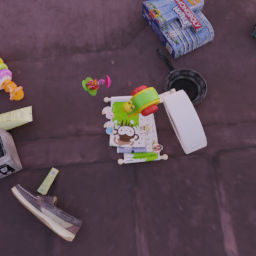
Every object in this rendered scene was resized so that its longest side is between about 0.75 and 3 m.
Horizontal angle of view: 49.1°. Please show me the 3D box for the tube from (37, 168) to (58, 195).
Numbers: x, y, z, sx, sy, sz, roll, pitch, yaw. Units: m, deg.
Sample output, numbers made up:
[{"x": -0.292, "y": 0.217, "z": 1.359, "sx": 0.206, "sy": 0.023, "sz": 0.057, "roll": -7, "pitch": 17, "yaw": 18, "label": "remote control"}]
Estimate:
[{"x": -2.849, "y": 1.901, "z": 10.023, "sx": 0.254, "sy": 0.284, "sz": 0.978, "roll": 36, "pitch": 74, "yaw": -27, "label": "tube"}]

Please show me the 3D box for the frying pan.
[{"x": 1.831, "y": -1.877, "z": 11.206, "sx": 2.728, "sy": 0.444, "sz": 1.650, "roll": 34, "pitch": 74, "yaw": 13, "label": "frying pan"}]

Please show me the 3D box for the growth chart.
[{"x": 0.158, "y": 0.003, "z": 10.663, "sx": 2.101, "sy": 0.258, "sz": 2.904, "roll": -11, "pitch": 71, "yaw": -3, "label": "growth chart"}]

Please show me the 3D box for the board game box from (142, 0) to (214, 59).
[{"x": 2.421, "y": -4.697, "z": 11.961, "sx": 2.678, "sy": 0.827, "sz": 2.680, "roll": -29, "pitch": 73, "yaw": -9, "label": "board game box"}]

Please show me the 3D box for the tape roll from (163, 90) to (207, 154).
[{"x": 1.862, "y": -0.194, "z": 9.291, "sx": 0.719, "sy": 2.057, "sz": 2.057, "roll": -24, "pitch": 72, "yaw": 5, "label": "tape roll"}]

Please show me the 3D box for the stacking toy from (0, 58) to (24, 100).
[{"x": -5.158, "y": -2.081, "z": 10.875, "sx": 2.853, "sy": 1.566, "sz": 1.656, "roll": 39, "pitch": 85, "yaw": 2, "label": "stacking toy"}]

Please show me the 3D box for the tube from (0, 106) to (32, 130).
[{"x": -4.893, "y": -0.120, "z": 10.477, "sx": 2.665, "sy": 0.692, "sz": 0.773, "roll": -20, "pitch": 82, "yaw": -7, "label": "tube"}]

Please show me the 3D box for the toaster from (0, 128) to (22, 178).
[{"x": -4.840, "y": 0.928, "z": 9.901, "sx": 1.623, "sy": 1.065, "sz": 1.795, "roll": -22, "pitch": 72, "yaw": -9, "label": "toaster"}]

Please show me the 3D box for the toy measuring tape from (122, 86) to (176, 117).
[{"x": 0.933, "y": -1.027, "z": 9.335, "sx": 2.723, "sy": 1.002, "sz": 1.002, "roll": -22, "pitch": 70, "yaw": -37, "label": "toy measuring tape"}]

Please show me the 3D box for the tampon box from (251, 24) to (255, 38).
[{"x": 5.924, "y": -4.151, "z": 11.774, "sx": 1.090, "sy": 0.817, "sz": 0.688, "roll": 24, "pitch": 73, "yaw": 8, "label": "tampon box"}]

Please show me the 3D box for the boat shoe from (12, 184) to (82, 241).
[{"x": -2.702, "y": 2.677, "z": 9.411, "sx": 2.651, "sy": 0.954, "sz": 0.859, "roll": 36, "pitch": 68, "yaw": 9, "label": "boat shoe"}]

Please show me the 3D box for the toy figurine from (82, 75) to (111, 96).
[{"x": -1.011, "y": -1.557, "z": 9.653, "sx": 0.810, "sy": 0.880, "sz": 0.660, "roll": -15, "pitch": 85, "yaw": 24, "label": "toy figurine"}]
